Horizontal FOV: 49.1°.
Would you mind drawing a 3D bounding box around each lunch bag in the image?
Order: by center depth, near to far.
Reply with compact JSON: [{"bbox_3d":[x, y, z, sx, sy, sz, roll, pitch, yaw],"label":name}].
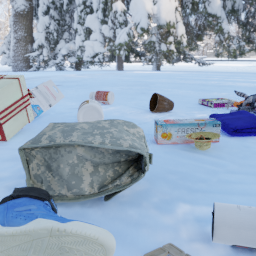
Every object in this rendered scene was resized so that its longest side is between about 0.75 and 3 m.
[{"bbox_3d":[-0.634,0.537,5.339,2.157,1.268,1.769,-4,14,2],"label":"lunch bag"}]

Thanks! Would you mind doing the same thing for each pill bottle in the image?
[{"bbox_3d":[-1.370,-0.556,10.217,0.921,0.921,1.610,-2,15,-7],"label":"pill bottle"},{"bbox_3d":[-1.398,-1.634,14.857,1.244,0.698,0.698,7,16,23],"label":"pill bottle"}]

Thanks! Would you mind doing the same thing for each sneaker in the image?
[{"bbox_3d":[-1.026,1.227,3.710,1.881,0.722,1.047,-4,22,11],"label":"sneaker"}]

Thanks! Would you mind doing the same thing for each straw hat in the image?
[{"bbox_3d":[2.034,0.393,7.620,0.937,0.396,0.937,-4,13,1],"label":"straw hat"}]

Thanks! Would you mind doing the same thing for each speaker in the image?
[{"bbox_3d":[1.798,1.324,3.685,1.361,0.553,0.553,4,15,14],"label":"speaker"}]

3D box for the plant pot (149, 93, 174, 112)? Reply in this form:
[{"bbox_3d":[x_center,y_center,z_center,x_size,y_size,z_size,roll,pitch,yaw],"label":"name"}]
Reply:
[{"bbox_3d":[1.567,-1.070,12.651,0.951,0.889,0.889,10,10,-21],"label":"plant pot"}]

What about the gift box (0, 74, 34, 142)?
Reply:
[{"bbox_3d":[-4.193,-0.611,8.872,1.818,1.970,1.839,8,31,10],"label":"gift box"}]

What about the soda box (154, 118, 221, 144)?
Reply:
[{"bbox_3d":[1.728,0.082,8.302,1.885,0.644,0.599,-1,15,-5],"label":"soda box"}]

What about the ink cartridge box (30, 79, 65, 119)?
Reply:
[{"bbox_3d":[-3.468,-1.157,11.226,0.583,0.996,1.718,-30,12,39],"label":"ink cartridge box"}]

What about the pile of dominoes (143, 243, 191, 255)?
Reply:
[{"bbox_3d":[0.489,1.761,2.966,1.041,0.213,1.335,-9,9,-30],"label":"pile of dominoes"}]

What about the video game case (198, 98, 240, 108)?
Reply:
[{"bbox_3d":[4.698,-1.296,14.370,1.648,0.295,1.494,-4,15,-14],"label":"video game case"}]

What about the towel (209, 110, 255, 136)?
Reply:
[{"bbox_3d":[3.799,-0.135,9.638,1.494,0.501,2.023,-7,15,0],"label":"towel"}]

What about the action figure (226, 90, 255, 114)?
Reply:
[{"bbox_3d":[5.247,-1.162,12.431,2.083,1.090,2.015,-5,7,-18],"label":"action figure"}]
